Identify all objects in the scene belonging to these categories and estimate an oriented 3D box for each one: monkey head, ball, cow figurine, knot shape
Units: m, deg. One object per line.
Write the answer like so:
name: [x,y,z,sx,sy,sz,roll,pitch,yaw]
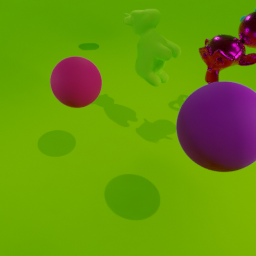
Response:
monkey head: [1.998,-1.457,5.965,0.825,0.985,1.369,-28,43,-28]
ball: [2.596,-1.970,5.627,0.716,0.716,0.716,0,41,0]
cow figurine: [0.491,-2.115,7.216,1.692,1.719,0.944,38,39,21]
knot shape: [3.297,-2.573,6.998,1.160,0.536,1.086,34,43,-25]
ball: [1.355,-0.018,4.047,1.298,1.298,1.298,0,41,0]
ball: [-1.096,-0.968,5.964,1.086,1.086,1.086,0,41,0]
